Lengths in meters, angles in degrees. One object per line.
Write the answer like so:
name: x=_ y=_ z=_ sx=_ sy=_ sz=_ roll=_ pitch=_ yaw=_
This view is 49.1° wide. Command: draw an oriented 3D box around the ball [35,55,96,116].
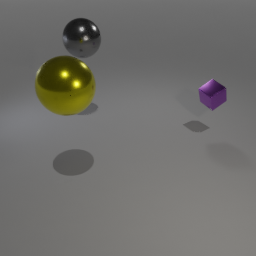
ball: x=-1.460 y=-0.985 z=6.591 sx=1.400 sy=1.400 sz=1.400 roll=0 pitch=29 yaw=0

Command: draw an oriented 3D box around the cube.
cube: x=3.098 y=-1.212 z=10.249 sx=0.700 sy=0.700 sz=0.700 roll=-34 pitch=49 yaw=-9

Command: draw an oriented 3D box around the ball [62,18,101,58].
ball: x=-1.678 y=-3.265 z=10.211 sx=1.400 sy=1.400 sz=1.400 roll=0 pitch=29 yaw=0
